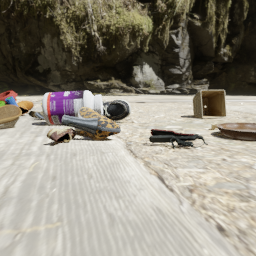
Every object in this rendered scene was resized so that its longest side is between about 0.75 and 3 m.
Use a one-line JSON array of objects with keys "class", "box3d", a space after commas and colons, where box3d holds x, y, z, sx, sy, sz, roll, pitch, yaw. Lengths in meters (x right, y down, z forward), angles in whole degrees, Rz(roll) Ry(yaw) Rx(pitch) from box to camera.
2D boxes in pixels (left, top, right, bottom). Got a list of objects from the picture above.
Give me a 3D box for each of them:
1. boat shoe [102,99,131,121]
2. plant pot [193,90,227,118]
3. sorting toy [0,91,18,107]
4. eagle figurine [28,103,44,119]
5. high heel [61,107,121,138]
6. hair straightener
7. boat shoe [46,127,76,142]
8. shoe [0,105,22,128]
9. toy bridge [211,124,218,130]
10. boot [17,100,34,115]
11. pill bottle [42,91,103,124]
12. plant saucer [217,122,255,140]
[{"class": "boat shoe", "box3d": [-1.064, -0.777, 12.643, 2.661, 0.983, 0.803, 3, 9, 39]}, {"class": "plant pot", "box3d": [4.049, -1.152, 14.351, 1.391, 1.393, 1.233, -3, -3, -17]}, {"class": "sorting toy", "box3d": [-6.017, -0.957, 13.694, 1.388, 0.948, 2.310, -9, 33, 16]}, {"class": "eagle figurine", "box3d": [-4.103, -0.751, 13.735, 1.262, 0.952, 0.957, -42, -11, -33]}, {"class": "high heel", "box3d": [-0.913, -0.123, 9.279, 1.771, 0.887, 2.484, 11, 8, 9]}, {"class": "hair straightener", "box3d": [1.306, 0.377, 7.361, 1.547, 0.317, 0.595, 8, 47, 11]}, {"class": "boat shoe", "box3d": [-1.796, 0.253, 8.008, 0.435, 0.436, 1.208, 36, 9, 18]}, {"class": "shoe", "box3d": [-5.237, -0.212, 10.005, 2.883, 0.769, 1.008, -12, 60, -46]}, {"class": "toy bridge", "box3d": [3.864, -0.038, 10.269, 1.570, 0.214, 0.528, 2, 8, 12]}, {"class": "boot", "box3d": [-5.842, -1.105, 15.462, 1.535, 0.758, 1.977, 7, 12, 44]}, {"class": "pill bottle", "box3d": [-2.264, -0.867, 11.661, 2.357, 1.325, 1.325, -4, 9, -1]}, {"class": "plant saucer", "box3d": [3.930, 0.100, 8.989, 2.077, 0.333, 2.077, 1, 8, 0]}]
